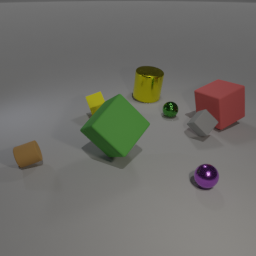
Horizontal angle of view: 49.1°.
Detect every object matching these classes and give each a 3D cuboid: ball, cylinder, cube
[{"bbox_3d":[2.254,1.378,8.048,0.700,0.700,0.700,0,28,0],"label":"ball"},{"bbox_3d":[1.860,-0.813,12.263,0.700,0.700,0.700,0,28,0],"label":"ball"},{"bbox_3d":[-3.206,0.835,8.986,0.700,0.700,0.700,-20,31,-8],"label":"cylinder"},{"bbox_3d":[2.787,-0.182,10.513,0.700,0.700,0.700,-47,6,-11],"label":"cube"},{"bbox_3d":[3.752,-1.000,11.466,1.400,1.400,1.400,-26,31,-21],"label":"cube"},{"bbox_3d":[1.003,-2.181,13.953,1.400,1.400,1.400,5,34,-3],"label":"cylinder"},{"bbox_3d":[-1.337,-1.005,12.039,0.700,0.700,0.700,-21,57,-6],"label":"cube"},{"bbox_3d":[-0.442,-0.025,9.041,1.400,1.400,1.400,-51,15,-20],"label":"cube"}]
